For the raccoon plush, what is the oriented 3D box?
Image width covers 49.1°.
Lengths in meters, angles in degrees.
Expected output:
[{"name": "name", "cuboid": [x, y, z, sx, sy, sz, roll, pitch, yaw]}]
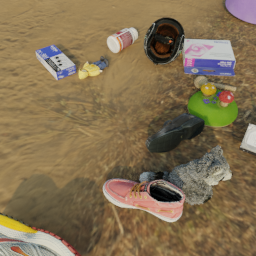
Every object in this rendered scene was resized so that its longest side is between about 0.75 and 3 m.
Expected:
[{"name": "raccoon plush", "cuboid": [1.545, 1.257, 7.549, 2.393, 1.603, 1.158, -4, 49, -3]}]

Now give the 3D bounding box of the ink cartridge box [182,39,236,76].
[{"name": "ink cartridge box", "cuboid": [3.497, -3.137, 12.231, 2.139, 0.472, 2.179, 3, 47, 2]}]

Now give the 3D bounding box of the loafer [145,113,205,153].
[{"name": "loafer", "cuboid": [1.425, 0.130, 9.164, 2.286, 0.832, 0.826, -20, 43, -29]}]

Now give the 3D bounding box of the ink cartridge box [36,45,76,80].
[{"name": "ink cartridge box", "cuboid": [-3.097, -2.836, 11.972, 0.909, 0.427, 1.933, -28, 54, -24]}]

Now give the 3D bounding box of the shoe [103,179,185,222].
[{"name": "shoe", "cuboid": [0.388, 1.715, 7.517, 2.300, 1.046, 0.822, 17, 51, 15]}]

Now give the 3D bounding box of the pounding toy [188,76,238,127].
[{"name": "pounding toy", "cuboid": [3.162, -1.210, 10.096, 1.785, 1.073, 2.313, 11, 50, 10]}]

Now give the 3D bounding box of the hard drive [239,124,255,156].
[{"name": "hard drive", "cuboid": [4.156, 0.483, 8.462, 1.291, 0.244, 0.902, 23, 70, 20]}]

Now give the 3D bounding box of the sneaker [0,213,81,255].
[{"name": "sneaker", "cuboid": [-2.215, 3.010, 6.462, 2.927, 1.139, 1.202, 10, 53, 21]}]

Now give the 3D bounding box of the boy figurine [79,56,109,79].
[{"name": "boy figurine", "cuboid": [-1.518, -2.496, 11.665, 1.433, 0.462, 0.891, -34, 59, -29]}]

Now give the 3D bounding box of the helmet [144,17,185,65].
[{"name": "helmet", "cuboid": [1.508, -3.609, 11.717, 1.837, 1.837, 1.751, 9, 32, 8]}]

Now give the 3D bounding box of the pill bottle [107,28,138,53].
[{"name": "pill bottle", "cuboid": [-0.220, -4.059, 12.822, 1.380, 0.780, 0.780, -37, 58, -28]}]

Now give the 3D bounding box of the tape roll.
[{"name": "tape roll", "cuboid": [6.739, -6.763, 14.666, 2.896, 1.230, 2.896, 4, 54, -6]}]
